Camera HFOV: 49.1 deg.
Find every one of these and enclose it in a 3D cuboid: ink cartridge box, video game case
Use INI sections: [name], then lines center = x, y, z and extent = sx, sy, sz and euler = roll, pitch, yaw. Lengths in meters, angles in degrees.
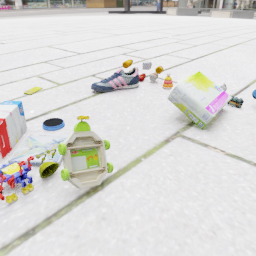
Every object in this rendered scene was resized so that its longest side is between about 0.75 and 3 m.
[ink cartridge box]
center = -4.569, 0.010, 10.340
extent = 0.755, 1.304, 2.245
euler = 1, 28, 3
[video game case]
center = -3.087, 0.741, 10.136
extent = 1.743, 0.210, 1.912
euler = 2, 28, 3

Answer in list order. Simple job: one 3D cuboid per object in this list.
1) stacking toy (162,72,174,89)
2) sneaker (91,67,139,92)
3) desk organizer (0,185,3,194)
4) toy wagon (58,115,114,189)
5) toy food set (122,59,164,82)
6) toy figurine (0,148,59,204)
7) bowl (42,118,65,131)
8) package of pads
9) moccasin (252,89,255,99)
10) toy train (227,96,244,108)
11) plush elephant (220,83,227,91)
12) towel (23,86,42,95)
[stacking toy]
center = 2.295, -2.716, 15.850
extent = 0.667, 0.912, 0.667
euler = 1, 29, 0
[sneaker]
center = -0.721, -2.757, 15.634
extent = 2.872, 1.178, 1.007
euler = -13, 31, -22
[desk organizer]
center = -4.176, 1.822, 7.958
extent = 1.072, 0.384, 0.413
euler = -17, 35, -29
[toy wagon]
center = -1.251, 0.669, 8.205
extent = 1.612, 2.078, 0.411
euler = -3, -8, -39
[toy food set]
center = 1.000, -3.548, 17.096
extent = 2.493, 1.190, 1.122
euler = 9, 29, 18
[toy figurine]
center = -3.257, 1.172, 8.392
extent = 1.236, 1.088, 2.063
euler = 19, 31, 30
[bowl]
center = -3.161, -0.172, 11.876
extent = 0.942, 0.185, 0.942
euler = 0, 28, 0
[package of pads]
center = 3.210, -1.391, 12.500
extent = 2.143, 0.946, 2.774
euler = 43, 41, 11
[moccasin]
center = 6.961, -1.533, 13.381
extent = 2.031, 0.817, 0.692
euler = 1, -14, 7
[toy train]
center = 5.210, -1.278, 13.622
extent = 0.816, 0.465, 0.348
euler = 23, 23, 33
[plush elephant]
center = 4.670, -1.843, 14.304
extent = 1.071, 0.829, 0.882
euler = 10, 30, 18
[towel]
center = -5.252, -2.070, 15.533
extent = 0.486, 0.102, 1.128
euler = 14, 30, 14
